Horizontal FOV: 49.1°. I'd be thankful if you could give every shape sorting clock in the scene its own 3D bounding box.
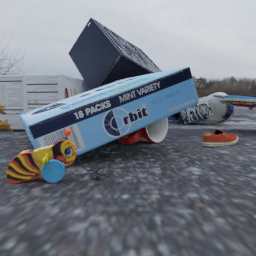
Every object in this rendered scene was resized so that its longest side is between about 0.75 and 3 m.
[{"bbox_3d":[3.483,-0.681,7.879,1.800,0.353,1.800,6,8,-1],"label":"shape sorting clock"}]

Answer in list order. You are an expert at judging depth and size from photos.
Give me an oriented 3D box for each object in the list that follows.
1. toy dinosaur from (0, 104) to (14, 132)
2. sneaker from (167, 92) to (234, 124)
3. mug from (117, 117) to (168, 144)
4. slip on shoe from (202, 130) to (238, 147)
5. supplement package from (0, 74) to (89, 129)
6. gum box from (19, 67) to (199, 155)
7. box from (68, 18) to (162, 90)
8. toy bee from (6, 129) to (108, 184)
[{"bbox_3d":[-3.342,0.038,6.046,1.401,0.797,2.639,-27,6,-8],"label":"toy dinosaur"},{"bbox_3d":[2.470,-0.559,10.257,1.271,1.149,2.983,-15,5,-29],"label":"sneaker"},{"bbox_3d":[0.100,-0.075,5.989,1.142,0.762,1.014,0,3,43],"label":"mug"},{"bbox_3d":[1.839,0.183,5.531,0.998,0.305,0.370,-2,4,-36],"label":"slip on shoe"},{"bbox_3d":[-2.629,-0.838,9.202,2.216,1.578,2.846,1,6,8],"label":"supplement package"},{"bbox_3d":[-0.627,-0.336,5.252,2.529,0.663,2.976,-23,14,-20],"label":"gum box"},{"bbox_3d":[-0.312,-2.154,10.194,2.755,1.712,2.778,20,28,-43],"label":"box"},{"bbox_3d":[-0.803,0.295,3.137,1.037,0.563,0.679,-4,5,-33],"label":"toy bee"}]
